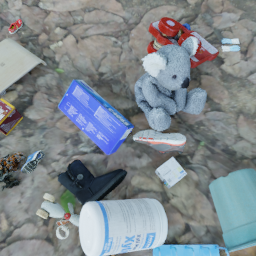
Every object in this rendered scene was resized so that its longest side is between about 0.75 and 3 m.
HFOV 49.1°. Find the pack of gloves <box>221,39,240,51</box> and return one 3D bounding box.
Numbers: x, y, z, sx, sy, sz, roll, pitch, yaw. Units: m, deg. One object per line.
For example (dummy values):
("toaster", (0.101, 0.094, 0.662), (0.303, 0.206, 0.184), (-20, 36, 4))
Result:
("pack of gloves", (4.598, -3.741, 12.477), (0.813, 0.160, 0.683), (-1, 69, -1))

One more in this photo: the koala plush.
("koala plush", (1.423, -1.845, 10.123), (2.473, 2.789, 2.563), (-26, 59, -19))

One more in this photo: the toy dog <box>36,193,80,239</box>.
("toy dog", (-2.374, 2.941, 9.647), (1.624, 0.782, 1.071), (46, 67, 3))

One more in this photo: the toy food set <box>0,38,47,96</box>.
("toy food set", (-5.121, -2.385, 11.689), (2.008, 0.845, 2.798), (36, 64, 13))

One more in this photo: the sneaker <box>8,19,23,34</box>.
("sneaker", (-5.114, -4.662, 12.731), (0.324, 0.357, 0.842), (24, 70, 9))

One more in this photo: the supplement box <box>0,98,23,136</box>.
("supplement box", (-4.731, -0.408, 10.710), (0.654, 0.986, 0.972), (33, 72, 12))

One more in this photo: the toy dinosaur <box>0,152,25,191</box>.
("toy dinosaur", (-4.497, 1.592, 10.172), (1.727, 0.882, 1.172), (-45, 59, 4))

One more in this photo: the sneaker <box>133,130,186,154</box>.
("sneaker", (1.140, 0.622, 10.421), (2.010, 0.823, 0.775), (8, 32, 24))

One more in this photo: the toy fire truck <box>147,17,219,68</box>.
("toy fire truck", (2.290, -3.635, 11.894), (2.299, 1.535, 2.738), (-31, 70, -38))

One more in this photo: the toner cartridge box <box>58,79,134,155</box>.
("toner cartridge box", (-1.247, -0.440, 10.528), (2.839, 0.613, 1.348), (42, 111, 15))

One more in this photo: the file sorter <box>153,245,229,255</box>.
("file sorter", (1.930, 4.421, 8.621), (2.191, 1.344, 1.520), (0, 68, 0))

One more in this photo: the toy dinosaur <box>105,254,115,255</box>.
("toy dinosaur", (-0.949, 3.520, 9.396), (1.164, 0.876, 1.715), (-7, 36, -18))

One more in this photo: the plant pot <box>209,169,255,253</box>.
("plant pot", (3.790, 2.601, 9.027), (2.194, 2.194, 2.149), (-13, 62, -5))

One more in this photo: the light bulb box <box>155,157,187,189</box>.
("light bulb box", (1.553, 1.629, 10.169), (0.791, 0.498, 0.798), (-35, 73, -13))

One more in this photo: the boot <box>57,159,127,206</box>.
("boot", (-1.277, 1.691, 9.987), (2.033, 0.777, 1.708), (-39, 70, -20))

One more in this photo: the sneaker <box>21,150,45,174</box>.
("sneaker", (-3.548, 1.257, 10.343), (0.463, 0.408, 1.038), (-2, 40, 43))

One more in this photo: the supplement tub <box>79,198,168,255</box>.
("supplement tub", (-0.167, 3.004, 8.634), (2.381, 1.571, 1.571), (4, 66, -26))
